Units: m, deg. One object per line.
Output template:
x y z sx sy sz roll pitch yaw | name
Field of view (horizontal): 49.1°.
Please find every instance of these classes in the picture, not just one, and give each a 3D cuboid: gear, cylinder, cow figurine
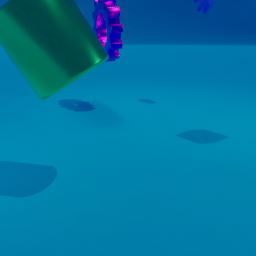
-0.706 -3.255 9.227 0.378 2.045 2.045 -11 21 -20 | gear
-1.066 -1.182 3.946 1.180 1.180 1.180 -31 14 9 | cylinder
2.612 -4.437 9.175 0.567 1.017 1.033 10 55 -26 | cow figurine
